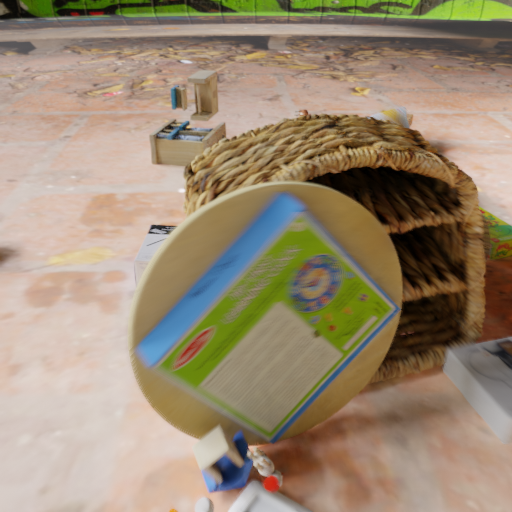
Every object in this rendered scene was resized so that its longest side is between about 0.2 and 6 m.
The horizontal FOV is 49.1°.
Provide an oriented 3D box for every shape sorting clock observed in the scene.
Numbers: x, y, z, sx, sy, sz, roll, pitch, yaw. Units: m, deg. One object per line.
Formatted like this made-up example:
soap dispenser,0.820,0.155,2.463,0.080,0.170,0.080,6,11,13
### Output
shape sorting clock,0.194,0.753,6.411,3.284,3.284,0.644,-11,27,-19

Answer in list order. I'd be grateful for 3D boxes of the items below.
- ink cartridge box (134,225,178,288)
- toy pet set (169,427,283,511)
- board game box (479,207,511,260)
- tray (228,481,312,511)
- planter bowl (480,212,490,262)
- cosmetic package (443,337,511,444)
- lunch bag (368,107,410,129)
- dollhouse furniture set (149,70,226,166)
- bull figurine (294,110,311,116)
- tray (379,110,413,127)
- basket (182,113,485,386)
ink cartridge box,-0.579,0.071,10.163,2.967,0.656,1.395,3,30,1
toy pet set,-0.311,2.550,6.079,1.242,0.659,1.159,-36,36,-1
board game box,4.656,-0.532,11.530,0.843,0.395,1.659,-10,31,-17
tray,-0.156,3.137,5.300,1.240,0.256,2.309,17,34,29
planter bowl,3.685,-0.301,10.526,1.220,1.220,0.821,-23,11,-34
cosmetic package,3.750,1.698,7.592,1.857,0.480,1.400,-8,34,-14
lunch bag,1.637,-1.388,10.963,2.470,1.852,2.913,-15,-6,-6
dollhouse furniture set,-1.847,-3.837,15.281,1.682,2.387,1.672,7,31,13
bull figurine,1.595,-4.727,18.943,0.544,0.292,0.895,-1,30,-2
tray,3.893,-3.815,16.433,0.973,0.365,1.974,15,32,22
basket,1.193,-0.099,7.768,3.968,2.832,2.956,-9,46,-17
